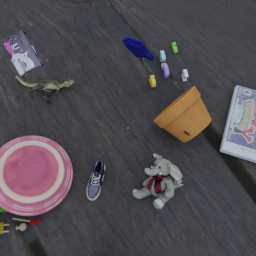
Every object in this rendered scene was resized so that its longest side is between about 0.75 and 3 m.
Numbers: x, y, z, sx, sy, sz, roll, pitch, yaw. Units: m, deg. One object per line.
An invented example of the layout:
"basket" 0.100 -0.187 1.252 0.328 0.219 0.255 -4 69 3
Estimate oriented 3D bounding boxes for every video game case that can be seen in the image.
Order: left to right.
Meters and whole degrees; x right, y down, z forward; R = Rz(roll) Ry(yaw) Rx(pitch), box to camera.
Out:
"video game case" 4.997 -0.029 10.430 2.573 0.325 2.824 18 69 7

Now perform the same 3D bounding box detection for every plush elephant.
"plush elephant" 1.043 1.601 9.165 1.691 1.392 1.309 -22 109 -25

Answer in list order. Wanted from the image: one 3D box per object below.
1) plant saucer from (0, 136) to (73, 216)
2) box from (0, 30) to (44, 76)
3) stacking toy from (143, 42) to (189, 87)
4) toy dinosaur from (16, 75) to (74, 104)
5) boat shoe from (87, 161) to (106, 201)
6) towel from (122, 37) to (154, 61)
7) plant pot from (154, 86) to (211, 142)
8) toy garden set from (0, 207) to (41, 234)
"plant saucer" -3.166 1.469 9.228 2.712 0.687 2.712 7 67 -16
"box" -2.806 -1.979 7.473 0.656 0.570 0.994 -27 104 -2
"stacking toy" 1.472 -2.634 11.420 1.501 0.468 1.991 -10 68 -4
"toy dinosaur" -3.319 -1.546 10.938 2.424 0.575 1.068 5 53 2
"boat shoe" -1.115 1.748 9.541 0.508 0.630 1.359 10 68 4
"towel" 0.377 -2.699 9.537 0.828 1.121 0.278 22 88 29
"plant pot" 2.030 -0.386 9.883 1.863 1.863 1.304 -42 90 -15
"toy garden set" -3.748 2.675 9.207 1.979 0.395 1.649 0 77 -14
